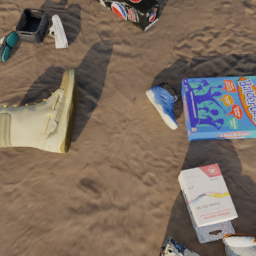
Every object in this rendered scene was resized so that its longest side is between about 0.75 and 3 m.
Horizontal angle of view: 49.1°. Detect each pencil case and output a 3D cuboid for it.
[{"bbox_3d":[1.764,3.546,6.942,2.119,0.948,0.824,26,78,12],"label":"pencil case"}]

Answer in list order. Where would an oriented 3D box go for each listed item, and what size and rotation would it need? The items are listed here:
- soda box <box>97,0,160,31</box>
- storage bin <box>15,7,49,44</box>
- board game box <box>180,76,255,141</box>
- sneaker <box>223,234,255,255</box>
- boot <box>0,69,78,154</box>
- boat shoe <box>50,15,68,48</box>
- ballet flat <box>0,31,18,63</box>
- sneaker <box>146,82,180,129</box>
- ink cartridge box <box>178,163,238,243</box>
[{"bbox_3d":[-0.061,-5.190,11.515,2.783,0.881,0.985,39,70,19],"label":"soda box"},{"bbox_3d":[-3.760,-4.042,11.079,0.894,0.620,1.322,7,62,4],"label":"storage bin"},{"bbox_3d":[3.281,-0.690,9.323,2.777,0.625,2.112,-3,63,-1],"label":"board game box"},{"bbox_3d":[3.537,3.302,7.272,2.095,0.793,0.964,1,75,5],"label":"sneaker"},{"bbox_3d":[-2.867,-0.675,9.086,2.332,1.092,3.000,4,66,1],"label":"boot"},{"bbox_3d":[-2.804,-3.774,10.994,0.529,0.579,1.610,-16,72,-13],"label":"boat shoe"},{"bbox_3d":[-4.705,-3.145,10.685,0.545,0.545,1.491,10,65,5],"label":"ballet flat"},{"bbox_3d":[1.397,-0.822,9.295,0.957,0.660,1.719,-32,58,3],"label":"sneaker"},{"bbox_3d":[2.263,2.090,7.866,1.132,0.656,1.943,-11,63,-6],"label":"ink cartridge box"}]
